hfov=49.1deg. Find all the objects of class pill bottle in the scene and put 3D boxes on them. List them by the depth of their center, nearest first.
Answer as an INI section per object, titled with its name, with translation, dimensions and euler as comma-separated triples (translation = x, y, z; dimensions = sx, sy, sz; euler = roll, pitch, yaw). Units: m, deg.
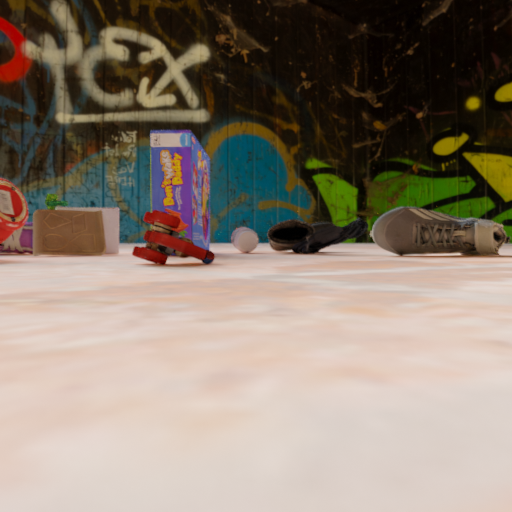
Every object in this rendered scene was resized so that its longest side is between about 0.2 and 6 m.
[pill bottle]
translation = -0.272, -0.396, 14.077
dimensions = 0.615, 0.615, 1.062
euler = 0, 6, -9

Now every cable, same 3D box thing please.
[cable]
translation = 1.746, -0.385, 12.876
dimensions = 1.809, 0.460, 1.476
euler = -22, -7, -14

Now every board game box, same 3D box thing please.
[board game box]
translation = -1.648, -1.289, 12.864
dimensions = 0.832, 2.499, 3.717
euler = 0, 1, 1

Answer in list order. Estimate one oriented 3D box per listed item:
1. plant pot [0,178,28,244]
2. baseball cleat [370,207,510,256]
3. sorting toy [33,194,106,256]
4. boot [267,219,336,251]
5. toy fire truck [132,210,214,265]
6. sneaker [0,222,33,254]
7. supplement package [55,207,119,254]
[plant pot]
translation = -4.297, -0.698, 9.036
dimensions = 0.949, 1.042, 1.042
euler = -22, -7, 22
[baseball cleat]
translation = 3.880, -0.507, 11.423
dimensions = 2.966, 1.034, 1.579
euler = -2, 2, -25
[sorting toy]
translation = -4.025, -0.682, 12.029
dimensions = 1.436, 0.286, 1.943
euler = -3, 47, -19
[boot]
translation = 1.256, -0.588, 14.354
dimensions = 2.107, 0.841, 2.317
euler = -14, -9, -4
[toy fire truck]
translation = -1.072, -0.150, 7.560
dimensions = 0.977, 0.653, 1.164
euler = 19, -5, -21
[sneaker]
translation = -5.637, -0.512, 12.139
dimensions = 1.656, 1.053, 2.904
euler = 4, 3, 14
[supplement package]
translation = -3.918, -0.580, 12.989
dimensions = 1.377, 1.073, 0.764
euler = -1, 2, -21
